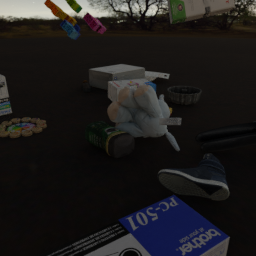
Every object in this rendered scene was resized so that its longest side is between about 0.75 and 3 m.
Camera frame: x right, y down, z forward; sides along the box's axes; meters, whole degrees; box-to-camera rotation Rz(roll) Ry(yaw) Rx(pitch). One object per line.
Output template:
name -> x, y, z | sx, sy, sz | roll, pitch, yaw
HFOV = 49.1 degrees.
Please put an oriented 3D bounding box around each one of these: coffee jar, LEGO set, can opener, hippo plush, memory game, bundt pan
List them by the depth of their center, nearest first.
coffee jar -> -0.481, 0.281, 7.222 | 0.719, 0.588, 1.379 | -15, 26, -35
can opener -> 3.137, 0.132, 7.321 | 2.747, 1.080, 0.871 | -9, 30, 3
hippo plush -> 0.612, -0.552, 7.896 | 2.060, 1.641, 1.656 | 7, 24, 18
memory game -> -3.318, -0.045, 8.685 | 1.578, 0.101, 1.578 | 0, 22, 0
LEGO set -> -1.875, -3.866, 9.618 | 2.836, 1.082, 1.164 | 53, 17, 17
bundt pan -> 2.240, -1.288, 11.217 | 1.361, 0.511, 1.361 | 0, 23, 0

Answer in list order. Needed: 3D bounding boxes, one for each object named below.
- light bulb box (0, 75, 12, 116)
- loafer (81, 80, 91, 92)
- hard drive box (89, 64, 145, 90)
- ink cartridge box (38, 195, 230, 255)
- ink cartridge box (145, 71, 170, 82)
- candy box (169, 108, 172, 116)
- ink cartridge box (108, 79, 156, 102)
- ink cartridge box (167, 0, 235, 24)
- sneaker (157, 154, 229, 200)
light bulb box -> -4.856, -1.207, 9.885 | 0.841, 1.348, 1.336 | -20, 30, -38
loafer -> -1.958, -2.024, 13.111 | 0.450, 0.447, 1.236 | -8, 23, -17
hard drive box -> -0.519, -2.530, 13.802 | 2.226, 0.855, 1.735 | -20, 30, -41
ink cartridge box -> 0.049, 1.758, 3.644 | 2.435, 0.538, 1.145 | -14, 27, -31
ink cartridge box -> 1.340, -2.705, 15.002 | 1.673, 0.420, 1.357 | 11, 23, 8
candy box -> 0.957, -0.611, 9.837 | 1.021, 0.288, 0.596 | 21, 29, 38
ink cartridge box -> 0.132, -1.509, 11.467 | 1.700, 0.720, 1.229 | -9, 24, -19
ink cartridge box -> 2.372, -4.507, 9.420 | 2.060, 1.504, 0.868 | -9, 9, 6
sneaker -> 1.312, 0.896, 5.679 | 1.358, 0.517, 0.982 | 13, 34, 7
